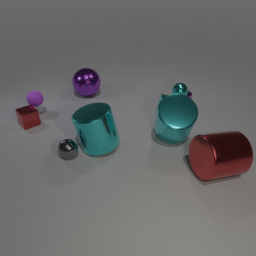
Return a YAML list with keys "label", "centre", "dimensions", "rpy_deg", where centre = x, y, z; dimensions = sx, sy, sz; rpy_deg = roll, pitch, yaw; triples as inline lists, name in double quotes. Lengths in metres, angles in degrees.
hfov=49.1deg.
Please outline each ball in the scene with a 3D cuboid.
- label: "ball"
  centre: [-2.053, -2.270, 13.890]
  dimensions: [1.400, 1.400, 1.400]
  rpy_deg: [0, 32, 0]
- label: "ball"
  centre: [-2.087, 0.720, 9.723]
  dimensions: [0.700, 0.700, 0.700]
  rpy_deg: [0, 32, 0]
- label: "ball"
  centre: [-4.018, -1.267, 12.125]
  dimensions: [0.700, 0.700, 0.700]
  rpy_deg: [0, 32, 0]
- label: "ball"
  centre: [2.280, -1.632, 12.265]
  dimensions: [0.700, 0.700, 0.700]
  rpy_deg: [0, 32, 0]

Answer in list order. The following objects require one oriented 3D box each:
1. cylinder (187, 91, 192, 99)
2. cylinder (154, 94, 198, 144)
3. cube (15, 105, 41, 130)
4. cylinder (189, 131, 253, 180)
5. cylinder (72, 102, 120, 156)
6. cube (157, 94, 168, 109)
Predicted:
- label: "cylinder"
  centre: [2.580, -1.305, 12.983]
  dimensions: [0.700, 0.700, 0.700]
  rpy_deg: [0, 32, 0]
- label: "cylinder"
  centre: [1.717, -0.309, 10.201]
  dimensions: [1.400, 1.400, 1.400]
  rpy_deg: [0, 66, 0]
- label: "cube"
  centre: [-4.145, -0.457, 11.623]
  dimensions: [0.700, 0.700, 0.700]
  rpy_deg: [-24, 39, -34]
- label: "cylinder"
  centre: [2.857, 0.839, 8.744]
  dimensions: [1.400, 1.400, 1.400]
  rpy_deg: [-5, 32, -20]
- label: "cylinder"
  centre: [-1.122, 0.021, 9.946]
  dimensions: [1.400, 1.400, 1.400]
  rpy_deg: [-11, 31, 7]
- label: "cube"
  centre: [1.748, -0.995, 12.364]
  dimensions: [0.700, 0.700, 0.700]
  rpy_deg: [8, 31, -11]
